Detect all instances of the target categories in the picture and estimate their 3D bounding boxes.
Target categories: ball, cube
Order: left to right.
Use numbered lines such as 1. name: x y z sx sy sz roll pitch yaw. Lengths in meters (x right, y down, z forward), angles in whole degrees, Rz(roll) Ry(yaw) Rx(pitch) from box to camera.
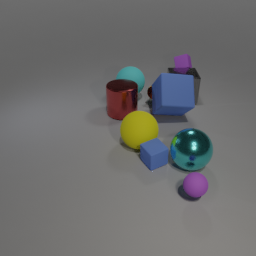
1. ball: 0.112 -2.251 13.509 1.400 1.400 1.400 0 31 0
2. ball: 0.412 0.074 10.227 1.400 1.400 1.400 0 31 0
3. cube: 0.887 0.884 9.526 0.700 0.700 0.700 -20 40 -21
4. cube: 1.878 -1.382 11.882 1.400 1.400 1.400 2 -12 -11
5. cube: 2.664 -2.074 13.771 1.400 1.400 1.400 1 31 1
6. cube: 2.852 -3.350 14.480 0.700 0.700 0.700 -9 -2 27
7. ball: 2.091 0.702 9.261 1.400 1.400 1.400 0 31 0
8. ball: 1.915 1.608 7.937 0.700 0.700 0.700 0 31 0

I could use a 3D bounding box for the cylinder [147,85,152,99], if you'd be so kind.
1. cylinder: 1.351 -1.727 13.230 0.700 0.700 0.700 14 21 22

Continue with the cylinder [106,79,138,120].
1. cylinder: -0.262 -1.282 12.472 1.400 1.400 1.400 0 32 0
